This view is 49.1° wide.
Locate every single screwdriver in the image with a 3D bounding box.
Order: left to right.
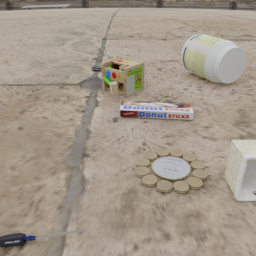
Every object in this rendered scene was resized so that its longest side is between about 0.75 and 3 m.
[{"bbox_3d":[-1.513,1.951,4.962,1.563,0.218,0.227,-1,59,-4],"label":"screwdriver"}]

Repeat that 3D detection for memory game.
[{"bbox_3d":[1.036,0.995,6.828,1.775,0.113,1.775,-1,28,0],"label":"memory game"}]

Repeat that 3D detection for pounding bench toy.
[{"bbox_3d":[-0.483,-2.003,11.283,1.471,1.171,1.886,21,35,34],"label":"pounding bench toy"}]

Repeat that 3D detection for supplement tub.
[{"bbox_3d":[3.804,-3.130,12.652,1.834,1.834,2.530,-13,31,-23],"label":"supplement tub"}]

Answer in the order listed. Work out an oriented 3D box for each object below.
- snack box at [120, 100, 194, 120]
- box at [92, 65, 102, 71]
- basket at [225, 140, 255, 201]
[{"bbox_3d":[0.965,-0.622,9.616,2.440,0.297,0.877,3,28,4],"label":"snack box"},{"bbox_3d":[-1.368,-3.055,14.278,0.774,0.190,0.624,9,27,17],"label":"box"},{"bbox_3d":[2.790,0.893,6.034,1.095,1.105,0.889,0,22,-1],"label":"basket"}]
